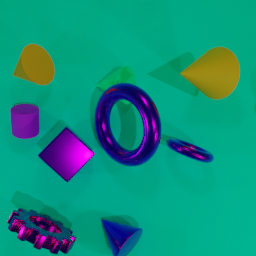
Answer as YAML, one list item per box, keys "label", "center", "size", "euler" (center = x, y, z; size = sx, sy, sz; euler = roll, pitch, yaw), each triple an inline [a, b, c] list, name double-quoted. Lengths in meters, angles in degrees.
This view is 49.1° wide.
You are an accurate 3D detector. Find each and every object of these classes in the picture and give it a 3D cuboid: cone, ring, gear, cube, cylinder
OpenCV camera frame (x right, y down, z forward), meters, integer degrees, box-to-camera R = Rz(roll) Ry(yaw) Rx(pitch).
- label: "cone"
  center: [1.693, -1.284, 6.612]
  size: [1.288, 1.284, 1.284]
  euler: [-8, 81, -35]
- label: "ring"
  center: [-0.064, -0.065, 6.836]
  size: [0.413, 2.067, 2.067]
  euler: [-15, 79, -46]
- label: "gear"
  center: [-2.027, 2.426, 6.661]
  size: [1.608, 1.608, 0.297]
  euler: [26, 82, 3]
- label: "cube"
  center: [-1.543, 0.624, 7.135]
  size: [0.973, 0.973, 0.973]
  euler: [45, 84, -9]
- label: "cone"
  center: [-0.464, -1.178, 7.734]
  size: [1.035, 1.031, 1.031]
  euler: [4, 81, 27]
- label: "cylinder"
  center: [-2.695, -0.183, 7.356]
  size: [0.707, 0.707, 0.707]
  euler: [9, 117, 1]
- label: "cone"
  center: [-0.337, 2.661, 7.162]
  size: [1.022, 1.019, 1.019]
  euler: [34, 83, 28]
- label: "ring"
  center: [1.572, 0.560, 7.124]
  size: [1.246, 1.246, 0.249]
  euler: [20, 97, 3]
- label: "cone"
  center: [-2.657, -1.500, 7.253]
  size: [1.047, 1.043, 1.043]
  euler: [-11, 81, 31]
